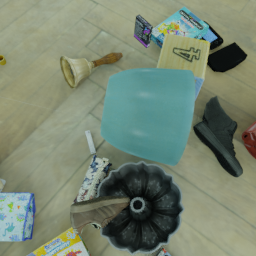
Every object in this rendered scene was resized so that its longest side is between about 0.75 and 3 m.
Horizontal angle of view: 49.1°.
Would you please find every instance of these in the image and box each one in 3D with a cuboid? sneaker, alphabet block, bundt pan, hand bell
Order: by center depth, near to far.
[{"bbox_3d":[-0.777,2.429,7.991,0.745,2.115,0.799,-5,83,44],"label":"sneaker"},{"bbox_3d":[0.365,2.427,8.559,2.701,1.014,2.701,-5,64,10],"label":"bundt pan"},{"bbox_3d":[3.408,0.258,9.851,1.439,0.829,2.759,-32,65,-9],"label":"sneaker"},{"bbox_3d":[1.975,-2.221,10.582,1.714,1.705,1.746,14,64,4],"label":"alphabet block"},{"bbox_3d":[-1.310,-2.591,11.280,2.514,1.309,1.309,-25,66,-26],"label":"hand bell"}]

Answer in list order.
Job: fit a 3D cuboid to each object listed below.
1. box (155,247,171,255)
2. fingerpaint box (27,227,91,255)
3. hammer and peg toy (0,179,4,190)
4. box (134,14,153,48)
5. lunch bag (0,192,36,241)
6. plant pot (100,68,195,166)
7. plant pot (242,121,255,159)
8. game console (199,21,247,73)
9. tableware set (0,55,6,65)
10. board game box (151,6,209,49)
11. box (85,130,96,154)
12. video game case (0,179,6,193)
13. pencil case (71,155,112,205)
[{"bbox_3d":[0.949,4.210,8.297,0.720,0.210,1.052,41,71,18],"label":"box"},{"bbox_3d":[-1.986,4.053,8.108,1.857,0.681,1.549,-30,69,-14],"label":"fingerpaint box"},{"bbox_3d":[-5.324,1.882,8.849,2.343,0.826,1.723,-33,71,-15],"label":"hammer and peg toy"},{"bbox_3d":[0.505,-3.245,9.442,0.173,0.957,0.684,-38,74,-17],"label":"box"},{"bbox_3d":[-3.562,2.713,8.640,1.207,0.904,1.419,0,74,0],"label":"lunch bag"},{"bbox_3d":[0.454,-0.476,8.721,2.414,3.008,3.008,8,64,-2],"label":"plant pot"},{"bbox_3d":[5.069,0.177,9.415,1.924,1.979,1.979,-35,69,-6],"label":"plant pot"},{"bbox_3d":[3.668,-3.532,11.965,1.583,0.324,2.684,-28,67,-13],"label":"game console"},{"bbox_3d":[-5.928,-2.085,11.241,1.648,0.375,2.446,31,68,14],"label":"tableware set"},{"bbox_3d":[2.176,-4.119,12.031,2.016,0.473,1.522,-39,70,-9],"label":"board game box"},{"bbox_3d":[-1.356,0.505,10.103,0.183,0.171,0.884,-17,65,-8],"label":"box"},{"bbox_3d":[-5.282,2.309,9.216,1.907,0.219,1.738,14,65,6],"label":"video game case"},{"bbox_3d":[-1.153,1.840,9.091,0.729,0.838,1.874,20,67,5],"label":"pencil case"}]
